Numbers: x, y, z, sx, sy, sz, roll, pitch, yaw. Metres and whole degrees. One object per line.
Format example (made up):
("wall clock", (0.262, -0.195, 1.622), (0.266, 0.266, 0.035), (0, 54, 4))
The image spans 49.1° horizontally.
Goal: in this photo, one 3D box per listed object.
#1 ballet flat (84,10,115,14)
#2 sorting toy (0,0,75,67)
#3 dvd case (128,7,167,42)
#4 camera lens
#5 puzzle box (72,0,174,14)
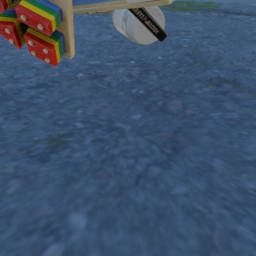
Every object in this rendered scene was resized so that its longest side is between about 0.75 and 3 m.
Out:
("ballet flat", (-0.940, -3.745, 8.667), (1.598, 0.564, 0.522), (13, 43, 46))
("sorting toy", (-1.082, -1.144, 2.902), (0.986, 0.992, 0.345), (28, 69, 2))
("dvd case", (-0.097, -2.547, 5.283), (1.412, 0.232, 1.878), (20, 32, -54))
("camera lens", (0.306, -3.521, 9.102), (1.287, 1.287, 1.609), (-14, 38, -21))
("puzzle box", (-0.635, -1.932, 2.851), (2.243, 1.492, 0.285), (14, 55, 39))
